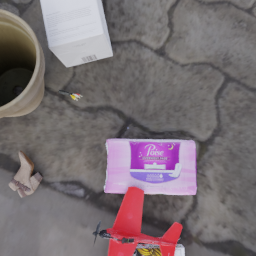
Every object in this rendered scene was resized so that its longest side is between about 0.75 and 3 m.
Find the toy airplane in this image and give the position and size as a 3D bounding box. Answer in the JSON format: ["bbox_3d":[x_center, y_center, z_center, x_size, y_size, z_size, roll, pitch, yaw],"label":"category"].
[{"bbox_3d":[0.335,2.956,7.417,2.641,0.486,2.641,-2,98,-17],"label":"toy airplane"}]

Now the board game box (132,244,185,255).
[{"bbox_3d":[0.688,4.705,7.674,1.769,0.485,2.803,0,79,-1],"label":"board game box"}]

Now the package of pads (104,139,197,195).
[{"bbox_3d":[0.616,1.109,8.121,2.614,0.989,1.575,1,79,0],"label":"package of pads"}]

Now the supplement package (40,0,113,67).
[{"bbox_3d":[-1.605,-3.561,8.604,1.646,1.625,2.714,-13,81,5],"label":"supplement package"}]

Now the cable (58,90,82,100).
[{"bbox_3d":[-1.813,-1.099,8.897,0.798,0.201,0.388,29,39,13],"label":"cable"}]

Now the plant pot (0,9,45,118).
[{"bbox_3d":[-3.501,-1.422,7.870,2.827,2.453,2.827,0,79,1],"label":"plant pot"}]

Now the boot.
[{"bbox_3d":[-3.171,1.412,8.364,0.899,0.432,1.230,-40,81,-5],"label":"boot"}]
